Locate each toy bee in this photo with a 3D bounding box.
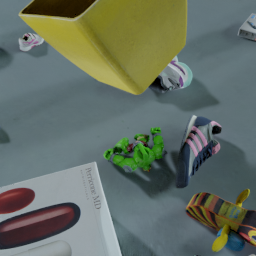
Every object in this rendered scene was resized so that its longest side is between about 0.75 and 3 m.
[{"bbox_3d":[2.214,1.745,5.285,2.160,1.174,1.414,11,49,9],"label":"toy bee"}]

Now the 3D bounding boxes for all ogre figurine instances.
[{"bbox_3d":[0.245,0.553,6.598,1.493,0.733,0.895,-8,37,-22],"label":"ogre figurine"}]

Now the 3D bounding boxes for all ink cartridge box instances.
[{"bbox_3d":[5.008,-3.729,10.513,1.267,0.321,1.438,27,55,23],"label":"ink cartridge box"}]

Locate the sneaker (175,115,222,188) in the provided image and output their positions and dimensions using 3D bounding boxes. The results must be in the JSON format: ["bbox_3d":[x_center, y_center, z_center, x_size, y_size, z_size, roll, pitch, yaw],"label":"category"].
[{"bbox_3d":[1.685,0.532,6.579,0.881,0.754,2.149,14,52,15],"label":"sneaker"}]

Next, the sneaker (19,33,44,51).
[{"bbox_3d":[-3.412,-3.147,9.917,0.424,0.459,1.041,29,55,22],"label":"sneaker"}]

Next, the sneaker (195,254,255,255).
[{"bbox_3d":[1.890,2.563,5.070,1.320,0.532,0.966,29,42,32],"label":"sneaker"}]

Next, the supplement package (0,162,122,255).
[{"bbox_3d":[-1.362,2.284,4.319,2.569,1.889,2.456,-15,51,-11],"label":"supplement package"}]

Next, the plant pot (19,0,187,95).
[{"bbox_3d":[-0.209,-2.036,5.489,2.359,2.080,2.359,-48,43,-14],"label":"plant pot"}]

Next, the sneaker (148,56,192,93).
[{"bbox_3d":[0.746,-1.872,8.570,1.530,0.850,2.187,-24,53,-20],"label":"sneaker"}]
